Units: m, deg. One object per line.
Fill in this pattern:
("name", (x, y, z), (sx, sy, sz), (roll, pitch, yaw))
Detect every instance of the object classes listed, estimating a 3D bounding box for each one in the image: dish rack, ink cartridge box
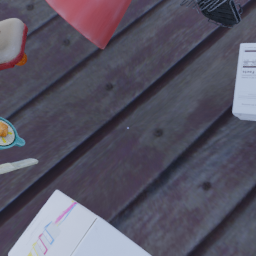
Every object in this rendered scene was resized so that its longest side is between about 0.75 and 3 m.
("dish rack", (1.631, -3.677, 7.002), (0.790, 2.896, 2.221), (-38, 31, 7))
("ink cartridge box", (-0.850, 2.524, 5.247), (1.714, 2.667, 1.670), (44, 69, -23))

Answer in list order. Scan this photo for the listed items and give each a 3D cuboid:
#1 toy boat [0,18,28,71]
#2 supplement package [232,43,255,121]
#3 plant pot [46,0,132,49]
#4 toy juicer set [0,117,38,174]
("toy boat", (-3.002, -2.036, 7.249), (1.029, 1.031, 1.577), (-10, 60, 11))
("supplement package", (3.976, -0.860, 6.258), (2.786, 2.170, 1.545), (8, 91, 26))
("plant pot", (-0.814, -3.212, 6.897), (1.889, 1.889, 1.672), (46, 104, 13))
("toy juicer set", (-2.883, 0.208, 5.874), (0.569, 1.331, 2.092), (-39, 98, 27))
